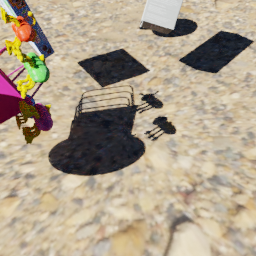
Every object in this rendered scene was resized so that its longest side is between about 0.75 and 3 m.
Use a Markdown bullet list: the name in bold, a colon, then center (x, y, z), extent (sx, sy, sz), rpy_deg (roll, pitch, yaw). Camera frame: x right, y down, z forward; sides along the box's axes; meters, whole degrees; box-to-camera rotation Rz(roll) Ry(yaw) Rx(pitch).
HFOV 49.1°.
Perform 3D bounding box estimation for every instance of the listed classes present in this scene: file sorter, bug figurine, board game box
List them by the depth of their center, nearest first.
- **bug figurine**: center (-1.881, -0.890, 5.403), extent (0.639, 2.483, 1.925), rpy_deg (-11, 41, -26)
- **file sorter**: center (-2.893, -1.246, 5.629), extent (1.417, 2.039, 1.279), rpy_deg (-23, 32, 26)
- **board game box**: center (-2.797, -2.993, 6.912), extent (0.414, 2.265, 1.713), rpy_deg (-39, 59, -9)

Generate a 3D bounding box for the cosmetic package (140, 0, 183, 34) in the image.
- **cosmetic package**: center (1.080, -3.751, 7.471), extent (0.987, 2.189, 1.169), rpy_deg (14, 10, -3)
